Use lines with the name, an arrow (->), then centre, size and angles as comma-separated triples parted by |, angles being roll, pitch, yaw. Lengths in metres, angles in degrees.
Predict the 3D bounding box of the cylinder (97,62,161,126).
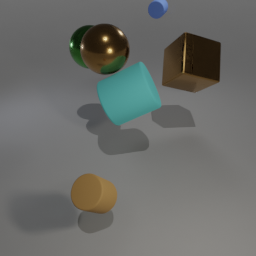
cylinder -> 0.045, -0.963, 8.010 | 1.400, 1.400, 1.400 | -23, 27, 15

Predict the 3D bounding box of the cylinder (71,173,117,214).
cylinder -> -0.664, 1.319, 5.582 | 0.700, 0.700, 0.700 | -8, 66, 20

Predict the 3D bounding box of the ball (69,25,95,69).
ball -> -1.238, -2.667, 9.270 | 1.400, 1.400, 1.400 | 0, 31, 0

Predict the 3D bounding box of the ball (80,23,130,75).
ball -> -0.647, -2.214, 7.932 | 1.400, 1.400, 1.400 | 0, 31, 0

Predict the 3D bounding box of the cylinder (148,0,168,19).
cylinder -> 1.270, -5.045, 11.794 | 0.700, 0.700, 0.700 | 10, 37, 17

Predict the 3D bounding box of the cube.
cube -> 2.105, -2.131, 9.423 | 1.400, 1.400, 1.400 | 9, -11, -20
